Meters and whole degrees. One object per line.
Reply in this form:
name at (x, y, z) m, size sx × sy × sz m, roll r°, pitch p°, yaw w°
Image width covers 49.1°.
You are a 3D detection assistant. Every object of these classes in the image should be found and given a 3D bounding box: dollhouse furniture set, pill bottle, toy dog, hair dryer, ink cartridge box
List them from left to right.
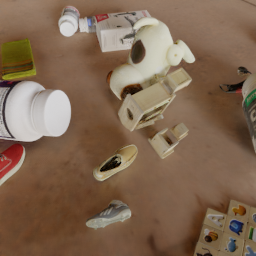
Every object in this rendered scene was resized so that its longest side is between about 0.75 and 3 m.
pill bottle at (-3.054, -0.470, 7.447) m, size 2.839 × 1.582 × 1.582 m, roll 5°, pitch 43°, yaw 19°
pill bottle at (-2.708, -4.866, 12.839) m, size 0.878 × 0.878 × 1.587 m, roll -2°, pitch 44°, yaw -2°
pill bottle at (-1.621, -4.766, 12.863) m, size 1.226 × 0.698 × 0.698 m, roll -8°, pitch 45°, yaw -8°
ink cartridge box at (-0.112, -4.224, 12.081) m, size 2.378 × 0.986 × 1.746 m, roll -9°, pitch 44°, yaw -9°
toy dog at (0.537, -1.897, 8.802) m, size 1.766 × 2.454 × 2.531 m, roll 40°, pitch 94°, yaw 27°
dollhouse furniture set at (1.192, -0.355, 8.321) m, size 2.186 × 1.216 × 1.934 m, roll -29°, pitch 76°, yaw -27°
hair dryer at (4.220, -1.326, 9.612) m, size 1.387 × 0.495 × 1.821 m, roll -44°, pitch 53°, yaw -15°
pill bottle at (4.052, -0.349, 7.696) m, size 1.531 × 1.531 × 2.707 m, roll 4°, pitch 44°, yaw 4°

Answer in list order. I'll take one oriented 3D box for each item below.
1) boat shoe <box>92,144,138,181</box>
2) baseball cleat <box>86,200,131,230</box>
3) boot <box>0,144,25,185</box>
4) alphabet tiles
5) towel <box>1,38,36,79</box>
boat shoe at (-0.229, 0.814, 7.063) m, size 0.516 × 0.549 × 1.440 m, roll 47°, pitch 57°, yaw 8°
baseball cleat at (-0.462, 1.912, 6.255) m, size 1.020 × 0.356 × 0.543 m, roll -4°, pitch 37°, yaw -18°
boot at (-3.209, 0.726, 6.833) m, size 0.592 × 1.180 × 1.636 m, roll 15°, pitch 45°, yaw 17°
alphabet tiles at (2.749, 2.644, 5.633) m, size 2.659 × 0.084 × 2.212 m, roll 18°, pitch 47°, yaw 17°
towel at (-4.436, -2.844, 11.204) m, size 1.202 × 0.252 × 2.792 m, roll -13°, pitch 45°, yaw -14°
